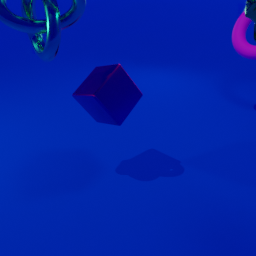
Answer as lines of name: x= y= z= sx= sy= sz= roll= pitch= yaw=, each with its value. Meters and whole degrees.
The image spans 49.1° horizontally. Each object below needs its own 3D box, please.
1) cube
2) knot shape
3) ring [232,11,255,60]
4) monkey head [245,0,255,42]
cube: x=-0.436 y=-0.707 z=6.016 sx=0.915 sy=0.915 sz=0.915 roll=9 pitch=57 yaw=51
knot shape: x=-1.619 y=-2.071 z=4.848 sx=1.471 sy=1.572 sz=0.727 roll=32 pitch=28 yaw=-3
ring: x=3.963 y=-2.896 z=8.098 sx=0.388 sy=1.938 sz=1.938 roll=20 pitch=11 yaw=-42
monkey head: x=2.234 y=-2.040 z=4.487 sx=0.704 sy=1.169 sz=0.841 roll=21 pitch=32 yaw=-20
